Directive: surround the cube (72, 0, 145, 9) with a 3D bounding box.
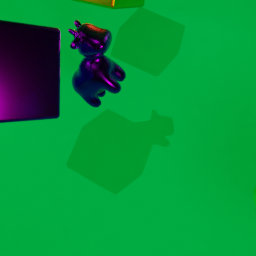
[{"bbox_3d":[-0.439,-3.499,6.211,1.365,1.365,1.365,22,32,24],"label":"cube"}]

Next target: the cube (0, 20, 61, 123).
[{"bbox_3d":[-1.985,-0.889,4.378,1.381,1.381,1.381,-7,106,-39],"label":"cube"}]

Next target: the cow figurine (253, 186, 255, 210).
[{"bbox_3d":[1.913,1.207,3.209,0.893,1.602,1.628,-7,48,28],"label":"cow figurine"}]

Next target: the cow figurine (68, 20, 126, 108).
[{"bbox_3d":[-0.685,-1.144,5.087,1.370,1.392,0.764,39,43,-23],"label":"cow figurine"}]
